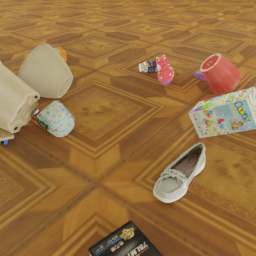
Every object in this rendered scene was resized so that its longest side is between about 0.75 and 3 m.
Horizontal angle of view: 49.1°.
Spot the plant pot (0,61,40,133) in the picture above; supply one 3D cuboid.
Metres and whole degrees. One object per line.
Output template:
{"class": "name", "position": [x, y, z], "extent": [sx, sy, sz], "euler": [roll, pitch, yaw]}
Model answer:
{"class": "plant pot", "position": [-4.560, -1.094, 9.866], "extent": [2.321, 2.535, 2.535], "euler": [32, 39, -1]}

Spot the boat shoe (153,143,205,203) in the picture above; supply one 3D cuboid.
{"class": "boat shoe", "position": [1.580, 1.271, 8.285], "extent": [0.877, 0.763, 2.379], "euler": [28, 44, 34]}

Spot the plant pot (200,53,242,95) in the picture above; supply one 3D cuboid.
{"class": "plant pot", "position": [4.062, -2.480, 12.554], "extent": [1.529, 1.353, 1.529], "euler": [-40, 25, 22]}

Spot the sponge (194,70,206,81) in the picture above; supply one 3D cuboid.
{"class": "sponge", "position": [4.462, -2.562, 14.120], "extent": [1.109, 0.297, 1.989], "euler": [-26, 44, -31]}

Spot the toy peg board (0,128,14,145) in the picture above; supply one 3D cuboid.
{"class": "toy peg board", "position": [-4.910, 0.360, 9.870], "extent": [1.262, 0.620, 1.267], "euler": [-13, 36, -44]}

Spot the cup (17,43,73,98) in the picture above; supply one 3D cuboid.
{"class": "cup", "position": [-3.438, -2.249, 12.311], "extent": [1.675, 2.341, 2.341], "euler": [33, 41, 2]}

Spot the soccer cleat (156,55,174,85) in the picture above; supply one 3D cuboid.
{"class": "soccer cleat", "position": [1.846, -2.716, 13.716], "extent": [0.794, 0.910, 2.381], "euler": [-19, 39, 12]}

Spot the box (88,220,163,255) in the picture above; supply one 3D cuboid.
{"class": "box", "position": [-0.040, 2.917, 6.362], "extent": [1.285, 0.319, 1.275], "euler": [-24, 41, -29]}

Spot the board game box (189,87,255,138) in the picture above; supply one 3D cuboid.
{"class": "board game box", "position": [3.389, -0.496, 9.697], "extent": [2.084, 1.093, 1.073], "euler": [-13, 19, 44]}

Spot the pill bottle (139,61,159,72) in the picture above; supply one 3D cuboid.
{"class": "pill bottle", "position": [1.125, -3.258, 14.878], "extent": [1.018, 0.565, 0.565], "euler": [-9, 36, -12]}

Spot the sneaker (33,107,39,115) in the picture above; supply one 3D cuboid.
{"class": "sneaker", "position": [-4.243, -0.758, 11.177], "extent": [0.471, 0.744, 1.323], "euler": [28, 44, 33]}

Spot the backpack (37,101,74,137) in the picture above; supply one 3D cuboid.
{"class": "backpack", "position": [-2.570, -0.310, 10.232], "extent": [1.216, 0.932, 1.069], "euler": [42, 60, 3]}

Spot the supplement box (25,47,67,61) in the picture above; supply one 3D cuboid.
{"class": "supplement box", "position": [-4.575, -3.917, 15.687], "extent": [2.159, 0.718, 0.743], "euler": [-22, 43, -27]}
